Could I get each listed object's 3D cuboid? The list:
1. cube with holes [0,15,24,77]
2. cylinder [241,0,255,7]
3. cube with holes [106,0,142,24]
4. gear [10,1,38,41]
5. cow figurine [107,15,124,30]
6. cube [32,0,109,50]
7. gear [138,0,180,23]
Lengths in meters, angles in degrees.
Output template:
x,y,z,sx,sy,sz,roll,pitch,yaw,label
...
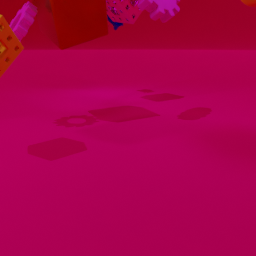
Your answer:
x,y,z,sx,sy,sz,roll,pitch,yaw,label
-2.379,-1.400,4.569,0.766,0.766,0.766,26,-18,15,cube with holes
2.624,-2.782,5.072,0.944,0.944,0.944,-6,14,-18,cylinder
-0.166,-4.241,9.124,1.090,1.090,1.090,28,-8,43,cube with holes
-2.491,-2.291,6.370,0.220,1.188,1.188,31,-4,-36,gear
-0.538,-4.372,10.671,0.611,1.113,1.095,-48,11,-17,cow figurine
-1.450,-2.994,6.929,1.376,1.376,1.376,-27,49,-23,cube
0.601,-3.341,6.673,1.625,1.625,0.301,-18,-4,-46,gear
